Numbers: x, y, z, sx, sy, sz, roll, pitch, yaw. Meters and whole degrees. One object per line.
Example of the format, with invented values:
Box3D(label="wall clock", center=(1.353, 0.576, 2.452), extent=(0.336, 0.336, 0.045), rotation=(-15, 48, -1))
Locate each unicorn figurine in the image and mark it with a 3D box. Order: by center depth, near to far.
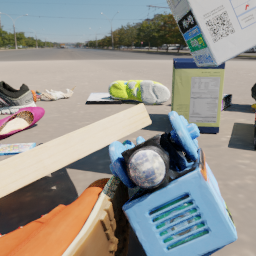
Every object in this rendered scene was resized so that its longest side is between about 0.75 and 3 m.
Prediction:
Box3D(label="unicorn figurine", center=(-3.102, -1.485, 12.374), extent=(0.993, 0.534, 1.445), rotation=(16, 35, 18))

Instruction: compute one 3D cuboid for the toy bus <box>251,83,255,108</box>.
Box3D(label="toy bus", center=(5.658, -1.578, 9.571), extent=(2.251, 2.344, 1.591), rotation=(24, 25, 36))

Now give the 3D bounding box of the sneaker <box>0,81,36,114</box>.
Box3D(label="sneaker", center=(-4.532, -1.069, 9.659), extent=(2.564, 1.122, 0.946), rotation=(-2, 18, -9))

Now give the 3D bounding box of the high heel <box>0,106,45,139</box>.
Box3D(label="high heel", center=(-2.882, -0.179, 7.453), extent=(1.794, 0.604, 0.861), rotation=(-22, 17, -41))

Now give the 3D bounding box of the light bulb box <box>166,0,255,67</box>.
Box3D(label="light bulb box", center=(1.658, -2.260, 4.301), extent=(1.971, 1.988, 1.241), rotation=(-27, 10, 6))

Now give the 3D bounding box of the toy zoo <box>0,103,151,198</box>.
Box3D(label="toy zoo", center=(-1.239, 0.459, 4.019), extent=(1.920, 0.299, 2.926), rotation=(-25, 2, -37))

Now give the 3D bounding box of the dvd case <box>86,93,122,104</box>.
Box3D(label="dvd case", center=(-0.983, -1.300, 12.174), extent=(1.428, 0.176, 2.001), rotation=(-1, 16, -2))

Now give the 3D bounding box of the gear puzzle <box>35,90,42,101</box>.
Box3D(label="gear puzzle", center=(-5.191, -1.431, 12.274), extent=(2.758, 0.361, 1.429), rotation=(-3, 17, -10))

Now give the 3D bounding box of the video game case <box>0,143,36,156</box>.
Box3D(label="video game case", center=(-2.538, 0.475, 6.334), extent=(0.794, 0.071, 0.568), rotation=(-2, 16, -9))

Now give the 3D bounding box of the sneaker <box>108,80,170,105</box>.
Box3D(label="sneaker", center=(0.500, -1.573, 11.632), extent=(2.521, 0.955, 1.324), rotation=(10, 13, 8))

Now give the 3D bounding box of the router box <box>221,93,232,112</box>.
Box3D(label="router box", center=(2.915, -1.092, 10.914), extent=(1.871, 0.478, 1.395), rotation=(11, 20, 33))

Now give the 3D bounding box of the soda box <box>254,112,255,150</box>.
Box3D(label="soda box", center=(3.704, -0.134, 7.130), extent=(0.880, 0.787, 2.486), rotation=(7, 17, 22))

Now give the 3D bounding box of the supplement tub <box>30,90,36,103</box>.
Box3D(label="supplement tub", center=(-4.131, -1.128, 10.685), extent=(1.113, 0.682, 0.682), rotation=(-13, 21, -35))

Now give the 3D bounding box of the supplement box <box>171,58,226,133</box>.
Box3D(label="supplement box", center=(1.922, -1.017, 8.128), extent=(1.276, 1.899, 1.901), rotation=(2, 17, 7))

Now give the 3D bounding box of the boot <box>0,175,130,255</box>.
Box3D(label="boot", center=(-0.791, 1.150, 2.606), extent=(1.401, 0.980, 2.612), rotation=(0, 16, 19))

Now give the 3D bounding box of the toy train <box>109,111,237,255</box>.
Box3D(label="toy train", center=(0.563, 0.589, 3.396), extent=(1.015, 1.337, 2.341), rotation=(-27, -6, 13))
